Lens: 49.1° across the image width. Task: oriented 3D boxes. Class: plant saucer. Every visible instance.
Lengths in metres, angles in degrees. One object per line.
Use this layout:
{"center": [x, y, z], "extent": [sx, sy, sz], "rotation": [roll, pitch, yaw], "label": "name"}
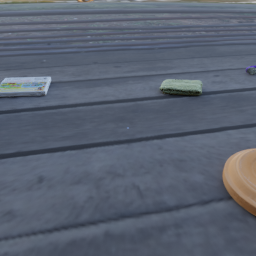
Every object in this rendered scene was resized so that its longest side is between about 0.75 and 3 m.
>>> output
{"center": [2.809, 0.933, 4.988], "extent": [2.113, 0.341, 2.113], "rotation": [0, 29, 0], "label": "plant saucer"}

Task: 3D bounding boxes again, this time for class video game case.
{"center": [-3.510, -1.408, 9.478], "extent": [1.613, 0.185, 1.468], "rotation": [-2, 28, -7], "label": "video game case"}

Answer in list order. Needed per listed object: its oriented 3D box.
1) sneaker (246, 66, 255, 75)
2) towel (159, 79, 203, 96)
{"center": [4.883, -2.294, 11.034], "extent": [0.865, 0.301, 0.430], "rotation": [-9, 24, -24], "label": "sneaker"}
{"center": [1.782, -1.379, 9.343], "extent": [1.369, 0.250, 1.015], "rotation": [7, 30, 12], "label": "towel"}
